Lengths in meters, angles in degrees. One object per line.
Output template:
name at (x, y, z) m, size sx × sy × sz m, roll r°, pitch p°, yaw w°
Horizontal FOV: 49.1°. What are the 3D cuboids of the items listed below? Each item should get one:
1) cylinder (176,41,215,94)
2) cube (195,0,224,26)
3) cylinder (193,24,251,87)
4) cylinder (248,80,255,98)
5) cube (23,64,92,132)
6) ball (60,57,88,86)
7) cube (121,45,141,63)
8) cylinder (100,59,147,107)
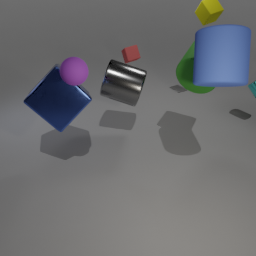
cylinder at (2.509, -2.107, 9.360) m, size 1.400 × 1.400 × 1.400 m, roll 17°, pitch 54°, yaw 26°
cube at (3.269, -4.706, 11.289) m, size 0.700 × 0.700 × 0.700 m, roll -24°, pitch 79°, yaw -18°
cylinder at (2.469, -1.845, 7.431) m, size 1.400 × 1.400 × 1.400 m, roll 2°, pitch 4°, yaw 0°
cylinder at (5.339, -1.613, 11.307) m, size 0.700 × 0.700 × 0.700 m, roll -29°, pitch 86°, yaw -39°
cube at (-2.137, -0.969, 8.667) m, size 1.400 × 1.400 × 1.400 m, roll -46°, pitch 20°, yaw 3°
ball at (-1.332, -1.402, 6.928) m, size 0.700 × 0.700 × 0.700 m, roll 0°, pitch 31°, yaw 0°
cube at (0.150, -3.864, 14.668) m, size 0.700 × 0.700 × 0.700 m, roll -19°, pitch 8°, yaw -14°
cylinder at (-0.175, -1.662, 10.388) m, size 1.400 × 1.400 × 1.400 m, roll 18°, pitch 32°, yaw -3°
